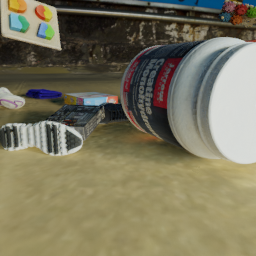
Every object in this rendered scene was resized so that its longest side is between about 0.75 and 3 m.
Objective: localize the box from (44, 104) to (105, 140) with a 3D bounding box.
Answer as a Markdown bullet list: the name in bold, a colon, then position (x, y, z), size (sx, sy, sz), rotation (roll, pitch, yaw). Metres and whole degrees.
- **box**: position (-1.309, -0.183, 6.826), size (1.108, 0.350, 1.405), rotation (3, 25, 13)

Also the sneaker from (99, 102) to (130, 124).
- **sneaker**: position (-0.075, -0.407, 7.813), size (1.157, 0.609, 1.602), rotation (11, 19, 38)

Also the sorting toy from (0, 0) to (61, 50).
- **sorting toy**: position (-2.571, -2.916, 7.489), size (1.540, 1.663, 0.303), rotation (4, -29, -37)

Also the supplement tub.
- **supplement tub**: position (1.289, -0.613, 5.411), size (2.068, 2.068, 2.947), rotation (-6, 13, -24)

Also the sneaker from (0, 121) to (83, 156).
- **sneaker**: position (-1.626, 0.156, 5.508), size (1.719, 0.646, 0.697), rotation (5, 6, 18)

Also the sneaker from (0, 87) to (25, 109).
- **sneaker**: position (-4.566, -1.190, 10.439), size (1.741, 0.652, 0.867), rotation (6, 57, 17)

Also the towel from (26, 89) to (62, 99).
- **towel**: position (-4.175, -1.732, 13.878), size (1.245, 0.418, 1.686), rotation (-12, 18, -40)

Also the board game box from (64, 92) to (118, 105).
- **board game box**: position (-1.557, -1.168, 11.503), size (1.496, 0.394, 1.955), rotation (-9, 16, -32)

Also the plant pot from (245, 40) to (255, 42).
- **plant pot**: position (3.528, -1.675, 9.060), size (2.404, 2.119, 2.402), rotation (-12, 14, -3)

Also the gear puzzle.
- **gear puzzle**: position (3.817, -3.598, 9.109), size (1.650, 0.216, 0.855), rotation (15, -28, 6)
